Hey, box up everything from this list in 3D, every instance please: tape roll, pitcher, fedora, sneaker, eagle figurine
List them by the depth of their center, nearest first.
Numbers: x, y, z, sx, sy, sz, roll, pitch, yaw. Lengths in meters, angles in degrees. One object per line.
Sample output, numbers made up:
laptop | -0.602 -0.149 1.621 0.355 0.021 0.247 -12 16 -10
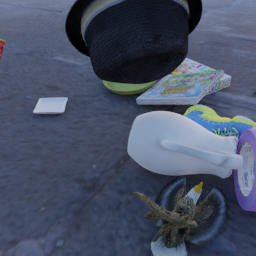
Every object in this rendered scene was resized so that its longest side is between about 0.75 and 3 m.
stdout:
eagle figurine | 1.124 1.603 5.440 1.403 1.860 1.411 -30 73 20
tape roll | 2.702 0.872 5.822 0.551 1.681 1.681 4 35 6
fedora | 0.182 -1.820 6.008 2.999 2.999 1.370 -5 70 -8
pitcher | 1.240 0.434 6.368 2.480 1.503 2.127 13 -1 14
sneaker | 2.432 0.219 7.636 1.294 0.933 2.463 -39 42 -27

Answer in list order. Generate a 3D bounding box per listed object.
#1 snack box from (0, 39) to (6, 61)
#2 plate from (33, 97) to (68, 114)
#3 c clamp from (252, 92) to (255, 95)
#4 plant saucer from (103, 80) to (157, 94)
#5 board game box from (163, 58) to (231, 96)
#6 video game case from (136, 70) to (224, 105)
snack box | -3.098 -1.373 3.959 1.608 0.645 1.907 16 2 25
plate | -2.595 -0.735 9.501 0.999 0.162 1.001 -2 35 -2
c clamp | 6.155 -0.853 9.406 2.455 0.389 2.874 -18 34 -8
plant saucer | 0.143 -1.875 10.777 2.192 0.341 2.192 -7 39 6
board game box | 2.598 -2.095 11.233 1.636 0.417 2.434 -22 40 -29
video game case | 1.758 -1.385 9.547 2.315 0.255 2.107 5 35 43
